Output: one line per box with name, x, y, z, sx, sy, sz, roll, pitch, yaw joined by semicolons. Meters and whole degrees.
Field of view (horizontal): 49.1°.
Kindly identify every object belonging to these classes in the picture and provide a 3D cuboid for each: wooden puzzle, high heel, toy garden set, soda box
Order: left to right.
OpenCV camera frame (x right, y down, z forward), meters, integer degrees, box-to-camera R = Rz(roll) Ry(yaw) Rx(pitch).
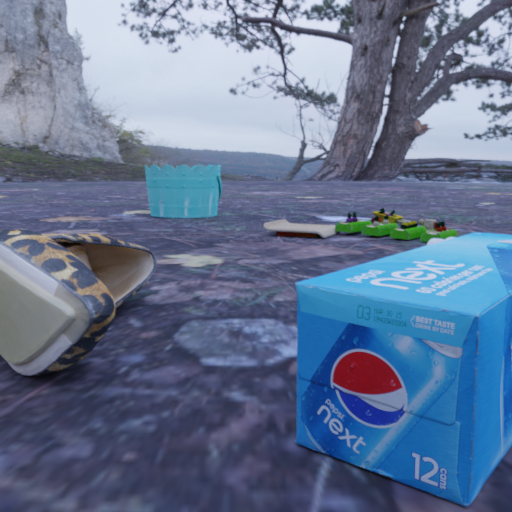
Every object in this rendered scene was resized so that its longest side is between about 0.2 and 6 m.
high heel;-1.212;0.147;4.622;2.035;1.019;2.855;-16;8;-38
wooden puzzle;0.960;-0.529;11.562;1.309;0.244;1.211;9;12;25
toy garden set;3.013;-0.677;11.461;2.180;0.435;1.818;9;12;36
soda box;1.389;0.424;3.598;0.936;0.885;2.758;7;12;38

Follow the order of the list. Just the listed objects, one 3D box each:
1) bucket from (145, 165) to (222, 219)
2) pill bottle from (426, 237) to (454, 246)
bucket;-2.032;-1.842;15.742;2.215;1.441;2.215;1;9;0
pill bottle;2.677;0.020;7.245;0.879;0.498;0.498;9;13;42
